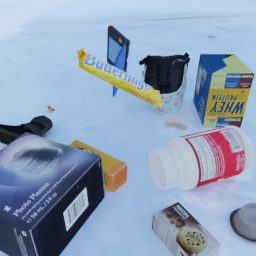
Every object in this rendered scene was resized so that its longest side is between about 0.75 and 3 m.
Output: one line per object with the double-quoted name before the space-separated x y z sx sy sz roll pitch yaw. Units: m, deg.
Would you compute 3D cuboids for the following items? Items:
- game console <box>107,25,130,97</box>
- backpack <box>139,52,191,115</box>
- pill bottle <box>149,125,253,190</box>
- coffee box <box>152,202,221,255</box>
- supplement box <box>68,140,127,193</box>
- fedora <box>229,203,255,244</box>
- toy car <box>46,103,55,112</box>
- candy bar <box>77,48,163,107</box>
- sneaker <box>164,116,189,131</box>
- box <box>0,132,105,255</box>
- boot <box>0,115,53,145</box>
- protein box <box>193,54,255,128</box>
"game console" -0.503 -2.078 8.782 0.963 1.627 1.389 -33 66 -24
"backpack" 1.721 -2.031 12.807 2.405 1.824 2.882 -5 46 16
"pill bottle" 2.209 0.957 8.715 2.902 1.629 1.629 -12 34 -16
"coffee box" 1.383 2.681 6.952 0.872 0.616 1.543 -17 37 -25
"supplement box" -1.137 1.191 9.168 2.287 0.787 0.761 24 39 30
"fedora" 3.391 2.398 7.403 1.360 0.614 1.203 -7 34 -11
"toy car" -3.619 -0.892 13.006 0.258 0.380 0.775 -53 24 1
"candy bar" -0.154 -1.156 6.670 2.494 0.276 0.622 23 42 -31
"sneaker" 2.100 -0.245 11.715 1.057 0.398 0.553 13 40 26
"box" -2.529 1.726 7.459 2.759 1.714 2.781 14 35 23
"boot" -4.126 0.015 10.935 2.016 0.759 1.507 17 42 6
"protein box" 3.937 -1.646 12.034 1.621 2.402 2.385 0 33 1
